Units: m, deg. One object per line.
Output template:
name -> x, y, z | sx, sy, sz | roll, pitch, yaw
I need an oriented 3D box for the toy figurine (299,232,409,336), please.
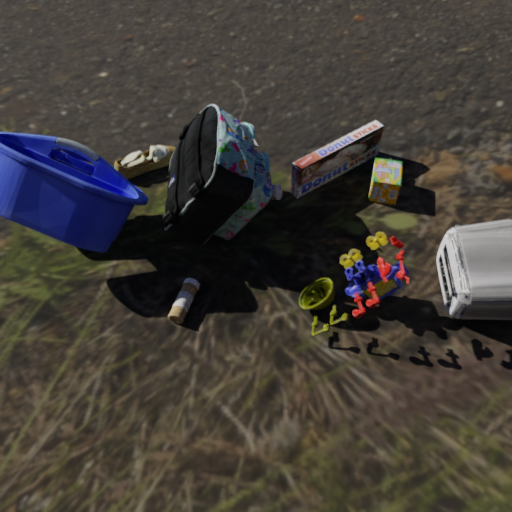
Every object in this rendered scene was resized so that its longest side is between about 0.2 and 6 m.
toy figurine -> 2.103, 0.706, 10.426 | 2.277, 1.364, 1.201 | -38, 50, 27

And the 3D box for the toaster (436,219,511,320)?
toaster -> 4.301, 0.365, 10.554 | 1.422, 1.251, 2.202 | -3, 60, 3

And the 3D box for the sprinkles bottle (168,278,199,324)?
sprinkles bottle -> -1.385, 0.856, 10.748 | 0.308, 0.308, 0.904 | 14, 53, 11

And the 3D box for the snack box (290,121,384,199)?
snack box -> 1.845, -2.211, 12.757 | 2.502, 0.900, 0.304 | -30, 58, -21

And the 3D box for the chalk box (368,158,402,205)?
chalk box -> 2.906, -1.756, 12.579 | 0.635, 0.638, 1.026 | 9, 52, 6

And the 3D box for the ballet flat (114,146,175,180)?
ballet flat -> -2.507, -2.256, 13.032 | 1.683, 0.530, 0.578 | -29, 58, -21

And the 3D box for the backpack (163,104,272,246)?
backpack -> -0.837, -1.700, 11.422 | 1.886, 2.224, 2.505 | 17, 48, -33

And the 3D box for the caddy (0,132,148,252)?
caddy -> -3.703, -1.404, 10.856 | 3.155, 1.656, 2.231 | 24, 11, -11

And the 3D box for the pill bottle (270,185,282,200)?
pill bottle -> 0.247, -1.409, 12.422 | 0.605, 0.339, 0.339 | 3, 50, 27
